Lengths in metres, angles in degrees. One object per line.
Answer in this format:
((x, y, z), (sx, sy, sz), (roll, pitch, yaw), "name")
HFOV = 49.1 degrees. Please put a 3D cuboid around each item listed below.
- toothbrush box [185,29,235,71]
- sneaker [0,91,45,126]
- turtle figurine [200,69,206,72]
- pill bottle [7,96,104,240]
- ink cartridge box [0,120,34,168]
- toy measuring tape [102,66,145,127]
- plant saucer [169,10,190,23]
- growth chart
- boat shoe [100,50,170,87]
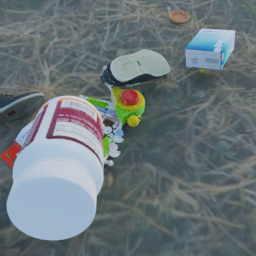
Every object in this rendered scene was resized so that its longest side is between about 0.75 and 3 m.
((2.518, -2.425, 8.545), (1.090, 0.635, 1.488), (14, 47, 27), "toothbrush box")
((-3.342, -0.771, 7.897), (1.833, 0.686, 0.974), (-27, 61, -16), "sneaker")
((2.534, -2.292, 9.188), (1.168, 0.376, 0.942), (-6, 55, -4), "turtle figurine")
((-1.286, 0.609, 5.561), (1.622, 1.622, 2.841), (-4, 29, -3), "pill bottle")
((-2.477, 0.490, 7.241), (1.106, 0.388, 1.361), (33, 57, 21), "ink cartridge box")
((-0.076, -0.981, 8.000), (0.874, 0.874, 2.377), (-14, 53, -10), "toy measuring tape")
((1.968, -4.253, 10.736), (0.773, 0.145, 0.773), (1, 54, -1), "plant saucer")
((-0.844, 0.016, 7.668), (1.543, 0.189, 2.132), (8, 55, 4), "growth chart")
((0.276, -1.728, 8.313), (2.481, 0.839, 0.891), (-20, 82, -41), "boat shoe")
